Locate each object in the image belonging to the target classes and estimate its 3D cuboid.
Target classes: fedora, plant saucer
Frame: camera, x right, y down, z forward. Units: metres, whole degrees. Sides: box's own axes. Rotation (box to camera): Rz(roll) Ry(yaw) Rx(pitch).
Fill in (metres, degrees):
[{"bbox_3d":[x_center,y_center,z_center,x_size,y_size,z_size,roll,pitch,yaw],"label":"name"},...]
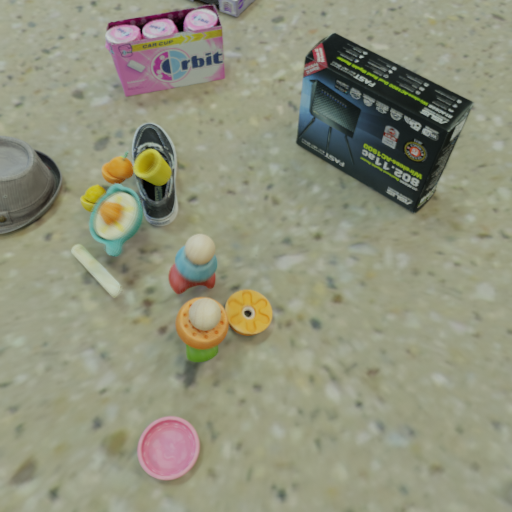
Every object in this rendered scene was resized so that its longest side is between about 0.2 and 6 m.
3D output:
[{"bbox_3d":[-5.018,-1.506,10.623,2.413,1.090,2.134,0,58,-1],"label":"fedora"},{"bbox_3d":[-1.306,2.896,8.414,0.919,0.233,0.919,0,59,-1],"label":"plant saucer"}]

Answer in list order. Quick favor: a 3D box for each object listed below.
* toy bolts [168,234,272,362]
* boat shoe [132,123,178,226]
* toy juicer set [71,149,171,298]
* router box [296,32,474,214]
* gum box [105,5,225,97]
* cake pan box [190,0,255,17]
[{"bbox_3d":[-0.600,0.516,9.018,1.750,1.271,1.833,-14,65,-21],"label":"toy bolts"},{"bbox_3d":[-2.018,-1.804,10.944,0.894,0.845,2.492,-7,58,-4],"label":"boat shoe"},{"bbox_3d":[-2.683,-0.730,9.929,1.677,0.717,2.636,13,76,32],"label":"toy juicer set"},{"bbox_3d":[2.217,-2.450,10.519,3.004,2.251,0.933,35,64,20],"label":"router box"},{"bbox_3d":[-1.980,-4.463,12.258,2.457,1.395,0.813,-13,59,-8],"label":"gum box"},{"bbox_3d":[-0.806,-7.089,14.406,1.876,0.533,2.037,27,62,18],"label":"cake pan box"}]
